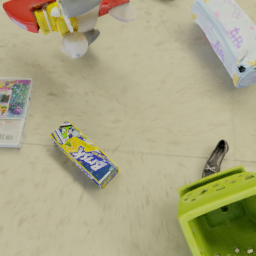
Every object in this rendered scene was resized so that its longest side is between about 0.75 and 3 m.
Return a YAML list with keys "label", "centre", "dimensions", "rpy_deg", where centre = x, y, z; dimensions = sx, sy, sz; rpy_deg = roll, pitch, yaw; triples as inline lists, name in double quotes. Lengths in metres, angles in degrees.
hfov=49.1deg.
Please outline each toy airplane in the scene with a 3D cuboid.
- label: "toy airplane"
  centre: [-1.077, -2.525, 6.431]
  dimensions: [2.601, 2.612, 1.843]
  rpy_deg: [-5, 87, 34]

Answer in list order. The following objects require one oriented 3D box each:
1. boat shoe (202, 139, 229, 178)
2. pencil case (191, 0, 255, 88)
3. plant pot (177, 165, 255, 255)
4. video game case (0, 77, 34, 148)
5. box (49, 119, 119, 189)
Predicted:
- label: "boat shoe"
  centre: [1.998, 0.759, 6.469]
  dimensions: [0.385, 0.328, 1.151]
  rpy_deg: [15, 61, 38]
- label: "pencil case"
  centre: [2.741, -2.411, 7.452]
  dimensions: [1.263, 1.157, 2.784]
  rpy_deg: [-11, 65, -25]
- label: "plant pot"
  centre: [1.888, 1.711, 5.219]
  dimensions: [1.666, 1.519, 1.674]
  rpy_deg: [-23, 98, 6]
- label: "video game case"
  centre: [-3.597, -0.450, 7.134]
  dimensions: [2.092, 0.248, 1.904]
  rpy_deg: [2, 67, 2]
- label: "box"
  centre: [-1.009, 0.604, 6.517]
  dimensions: [1.697, 0.546, 0.595]
  rpy_deg: [40, 72, 16]
